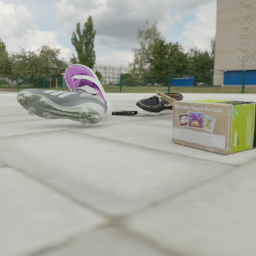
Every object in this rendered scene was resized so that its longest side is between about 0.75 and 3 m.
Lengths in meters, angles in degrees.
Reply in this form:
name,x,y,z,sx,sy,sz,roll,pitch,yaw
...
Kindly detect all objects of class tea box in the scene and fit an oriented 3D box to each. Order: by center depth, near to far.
name,x,y,z,sx,sy,sz,roll,pitch,yaw
tea box,1.799,-0.103,5.609,1.319,0.896,1.341,-6,10,-34

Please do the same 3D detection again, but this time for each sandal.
name,x,y,z,sx,sy,sz,roll,pitch,yaw
sandal,-1.446,-1.375,9.634,2.614,1.064,0.642,49,12,25

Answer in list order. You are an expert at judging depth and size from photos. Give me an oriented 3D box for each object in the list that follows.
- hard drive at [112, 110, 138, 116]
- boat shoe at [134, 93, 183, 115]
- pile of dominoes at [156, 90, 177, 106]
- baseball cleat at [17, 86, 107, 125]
name,x,y,z,sx,sy,sz,roll,pitch,yaw
hard drive,-0.134,-0.610,11.409,0.906,0.171,0.633,3,10,27
boat shoe,1.337,-1.057,11.395,2.571,0.776,0.950,-3,37,-41
pile of dominoes,1.591,-0.791,9.901,1.186,0.242,1.522,33,4,-37
baseball cleat,-1.822,-0.766,8.024,2.426,0.846,1.291,16,42,-4
